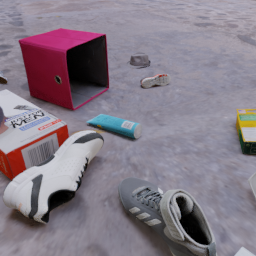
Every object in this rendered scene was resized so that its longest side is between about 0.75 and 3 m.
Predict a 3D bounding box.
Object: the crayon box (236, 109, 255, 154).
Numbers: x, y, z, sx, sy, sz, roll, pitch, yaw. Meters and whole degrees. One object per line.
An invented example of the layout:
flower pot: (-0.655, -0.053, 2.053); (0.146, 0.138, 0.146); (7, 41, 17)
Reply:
crayon box: (3.544, 0.059, 7.570); (1.039, 0.426, 1.653); (0, 34, 13)

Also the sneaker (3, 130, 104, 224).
sneaker: (-1.269, 0.986, 5.956); (1.019, 0.939, 2.548); (28, 47, 22)

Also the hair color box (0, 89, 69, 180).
hair color box: (-3.053, 0.035, 7.256); (2.938, 0.939, 1.629); (24, 40, 35)

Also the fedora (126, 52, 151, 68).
fedora: (0.489, -3.095, 12.550); (1.127, 0.509, 0.997); (-13, 35, -20)

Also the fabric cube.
fabric cube: (-2.091, -2.121, 9.604); (2.072, 2.039, 2.078); (19, 38, 27)

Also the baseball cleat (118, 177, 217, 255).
baseball cleat: (0.615, 1.325, 4.896); (0.847, 1.293, 2.429); (-27, 39, -28)

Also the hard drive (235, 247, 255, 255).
hard drive: (2.068, 2.509, 4.073); (0.932, 0.186, 1.413); (-26, 41, -34)

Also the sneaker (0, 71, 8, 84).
sneaker: (-4.945, -2.000, 11.020); (0.891, 0.312, 0.483); (13, 36, 24)

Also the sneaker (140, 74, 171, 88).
sneaker: (1.028, -1.867, 10.697); (1.228, 0.473, 0.503); (-10, 28, -17)

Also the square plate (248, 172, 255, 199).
square plate: (2.705, 1.117, 5.408); (0.133, 0.932, 0.923); (10, 43, -13)

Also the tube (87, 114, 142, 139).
tube: (-0.383, -0.111, 8.028); (1.653, 0.417, 0.640); (17, 29, 32)
